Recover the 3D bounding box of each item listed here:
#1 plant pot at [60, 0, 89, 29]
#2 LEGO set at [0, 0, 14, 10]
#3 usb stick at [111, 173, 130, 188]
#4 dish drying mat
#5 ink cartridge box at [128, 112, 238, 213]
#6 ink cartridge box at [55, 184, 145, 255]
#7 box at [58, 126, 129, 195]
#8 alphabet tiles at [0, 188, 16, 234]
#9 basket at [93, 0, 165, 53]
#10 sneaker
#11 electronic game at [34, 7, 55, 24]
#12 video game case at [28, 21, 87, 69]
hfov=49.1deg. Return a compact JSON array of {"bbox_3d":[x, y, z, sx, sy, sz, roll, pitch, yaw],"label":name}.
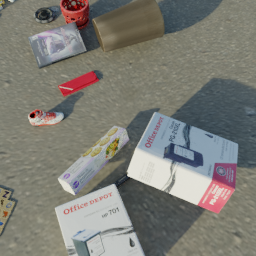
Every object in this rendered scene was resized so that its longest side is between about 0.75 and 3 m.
[{"bbox_3d":[-2.364,-5.263,12.815,1.262,1.150,1.262,0,60,0],"label":"plant pot"},{"bbox_3d":[-6.602,-5.963,13.380,1.033,0.836,2.245,28,65,14],"label":"LEGO set"},{"bbox_3d":[-0.208,1.774,9.482,0.855,0.139,0.237,-34,32,-18],"label":"usb stick"},{"bbox_3d":[-2.026,-1.841,11.500,1.596,0.145,0.613,-28,63,-14],"label":"dish drying mat"},{"bbox_3d":[1.744,0.974,8.795,2.948,1.243,2.134,22,39,8],"label":"ink cartridge box"},{"bbox_3d":[-0.762,3.274,8.122,1.943,1.139,2.653,-21,65,-11],"label":"ink cartridge box"},{"bbox_3d":[-1.045,0.981,9.323,0.587,0.548,2.834,14,45,40],"label":"box"},{"bbox_3d":[-4.543,2.747,9.026,1.452,0.055,1.745,15,62,8],"label":"alphabet tiles"},{"bbox_3d":[-0.062,-4.347,11.991,2.580,1.754,2.326,-22,35,-6],"label":"basket"},{"bbox_3d":[-3.034,-0.430,10.416,1.271,0.681,0.424,-13,62,-7],"label":"sneaker"},{"bbox_3d":[-4.013,-5.393,13.422,1.000,0.208,1.000,1,66,-2],"label":"electronic game"},{"bbox_3d":[-3.063,-3.621,12.170,2.177,0.206,1.555,-22,76,-5],"label":"video game case"}]
